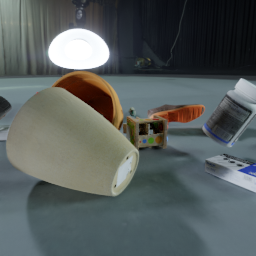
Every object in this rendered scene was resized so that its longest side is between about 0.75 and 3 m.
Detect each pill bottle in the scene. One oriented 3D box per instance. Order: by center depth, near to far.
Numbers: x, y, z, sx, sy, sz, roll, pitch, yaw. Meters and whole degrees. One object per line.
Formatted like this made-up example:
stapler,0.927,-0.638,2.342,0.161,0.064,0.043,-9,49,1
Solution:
pill bottle,2.701,-0.380,7.092,0.908,1.595,0.908,26,23,-12

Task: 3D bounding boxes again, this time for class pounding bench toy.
pounding bench toy,0.503,0.063,8.254,1.051,0.837,1.347,-4,14,-17

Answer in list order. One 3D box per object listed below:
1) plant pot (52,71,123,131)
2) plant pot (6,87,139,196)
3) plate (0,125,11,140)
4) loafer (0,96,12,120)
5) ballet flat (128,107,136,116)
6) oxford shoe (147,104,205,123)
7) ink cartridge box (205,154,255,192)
plant pot,-1.062,-0.364,7.851,2.152,2.152,1.506,5,-1,19
plant pot,-0.874,0.428,5.336,1.990,1.864,1.864,25,23,23
plate,-4.045,0.122,9.313,1.416,0.229,1.413,0,13,-1
loafer,-5.120,-0.231,9.727,1.055,1.026,2.890,44,21,-6
ballet flat,0.208,-0.801,12.880,0.348,0.329,1.032,-1,13,-4
oxford shoe,1.778,-0.649,10.444,2.167,0.773,0.790,-9,41,-9
ink cartridge box,2.390,0.921,5.809,0.685,0.322,1.458,-10,17,-34
